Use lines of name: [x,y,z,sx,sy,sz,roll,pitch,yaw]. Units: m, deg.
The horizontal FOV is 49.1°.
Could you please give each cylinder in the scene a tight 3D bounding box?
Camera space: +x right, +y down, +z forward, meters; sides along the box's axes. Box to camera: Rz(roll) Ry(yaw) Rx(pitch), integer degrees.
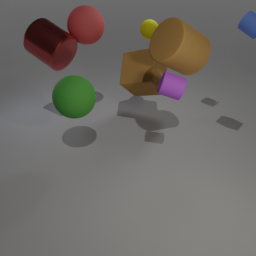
cylinder: [1.630,-2.523,8.797,1.400,1.400,1.400,12,18,-41]
cylinder: [-2.816,-3.046,10.257,1.400,1.400,1.400,35,41,11]
cylinder: [4.421,-3.669,9.970,0.700,0.700,0.700,-29,67,-38]
cylinder: [1.323,-1.275,8.479,0.700,0.700,0.700,18,32,-4]

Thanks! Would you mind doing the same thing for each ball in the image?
ball: [-1.587,-3.877,10.583,1.400,1.400,1.400,0,32,0]
ball: [-1.739,-1.003,9.080,1.400,1.400,1.400,0,32,0]
ball: [0.802,-3.685,10.467,0.700,0.700,0.700,0,32,0]

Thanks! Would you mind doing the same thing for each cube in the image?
cube: [0.656,-2.182,11.225,1.400,1.400,1.400,0,-14,28]
